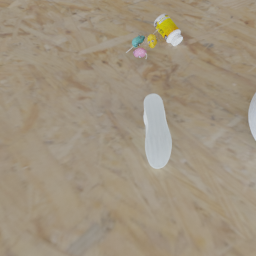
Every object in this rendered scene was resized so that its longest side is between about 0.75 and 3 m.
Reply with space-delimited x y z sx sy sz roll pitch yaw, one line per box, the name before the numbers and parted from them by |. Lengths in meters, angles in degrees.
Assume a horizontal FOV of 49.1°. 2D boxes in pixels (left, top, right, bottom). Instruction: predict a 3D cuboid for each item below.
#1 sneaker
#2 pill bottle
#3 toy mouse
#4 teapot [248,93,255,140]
sneaker | 0.747 0.106 7.234 0.671 1.052 1.821 -3 85 5
pill bottle | 1.550 -3.695 10.610 0.637 0.637 1.166 -29 76 -24
toy mouse | 0.403 -2.874 9.738 1.218 0.265 1.370 -8 58 27
teapot | 4.183 -0.356 6.387 2.581 1.885 2.547 36 80 12
